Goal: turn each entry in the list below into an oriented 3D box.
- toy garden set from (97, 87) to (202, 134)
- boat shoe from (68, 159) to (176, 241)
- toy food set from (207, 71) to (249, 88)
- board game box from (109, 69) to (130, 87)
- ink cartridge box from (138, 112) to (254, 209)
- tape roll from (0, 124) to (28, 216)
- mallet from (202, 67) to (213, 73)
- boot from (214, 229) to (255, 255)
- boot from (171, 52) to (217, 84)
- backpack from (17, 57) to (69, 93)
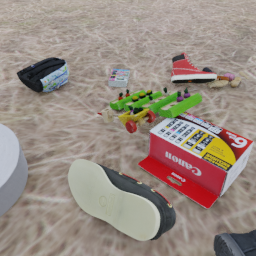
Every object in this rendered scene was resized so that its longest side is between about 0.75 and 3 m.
[{"bbox_3d":[0.269,-0.729,8.196,2.376,0.569,2.851,-28,24,-32],"label":"toy garden set"},{"bbox_3d":[-0.268,1.443,5.958,2.757,1.009,0.864,21,5,39],"label":"boat shoe"},{"bbox_3d":[3.718,-1.801,10.703,1.564,0.246,0.994,-9,34,-1],"label":"toy food set"},{"bbox_3d":[-0.336,-1.937,10.838,0.688,0.300,0.933,5,37,5],"label":"board game box"},{"bbox_3d":[1.606,0.636,6.920,2.138,0.897,1.877,28,45,32],"label":"ink cartridge box"},{"bbox_3d":[-3.608,0.967,6.223,2.528,0.835,2.528,1,46,-1],"label":"tape roll"},{"bbox_3d":[2.698,-2.075,11.085,1.407,0.290,0.464,-18,39,-16],"label":"mallet"},{"bbox_3d":[2.964,2.434,4.763,2.331,0.765,1.922,-5,39,-14],"label":"boot"},{"bbox_3d":[2.482,-2.296,10.523,1.676,0.607,1.209,3,77,10],"label":"boot"},{"bbox_3d":[-2.956,-1.975,10.303,1.328,1.252,1.628,26,64,34],"label":"backpack"}]
